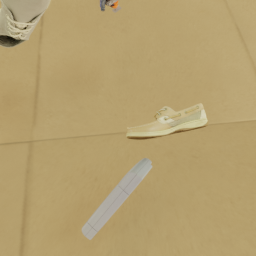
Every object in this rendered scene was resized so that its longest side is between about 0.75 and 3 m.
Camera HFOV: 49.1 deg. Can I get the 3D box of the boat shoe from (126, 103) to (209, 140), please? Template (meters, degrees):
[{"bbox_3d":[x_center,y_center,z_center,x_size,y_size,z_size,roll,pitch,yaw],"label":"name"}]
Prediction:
[{"bbox_3d":[0.706,-0.126,5.181,1.596,0.576,0.518,-11,86,-13],"label":"boat shoe"}]

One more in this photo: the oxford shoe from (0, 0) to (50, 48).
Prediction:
[{"bbox_3d":[-2.526,-2.584,6.564,1.061,2.822,0.815,0,85,-37],"label":"oxford shoe"}]

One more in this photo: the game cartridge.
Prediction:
[{"bbox_3d":[-0.213,1.348,5.391,0.350,1.121,1.684,42,108,12],"label":"game cartridge"}]

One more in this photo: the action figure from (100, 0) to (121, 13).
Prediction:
[{"bbox_3d":[-0.354,-3.878,7.471,0.800,1.529,1.479,3,17,-2],"label":"action figure"}]
